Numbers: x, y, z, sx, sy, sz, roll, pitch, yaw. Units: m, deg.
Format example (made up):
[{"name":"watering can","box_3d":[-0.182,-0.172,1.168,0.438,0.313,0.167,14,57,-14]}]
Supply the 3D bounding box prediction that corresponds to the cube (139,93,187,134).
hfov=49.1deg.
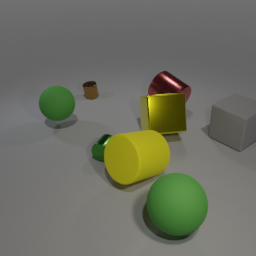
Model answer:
[{"name":"cube","box_3d":[1.273,-0.544,10.493,1.400,1.400,1.400,-5,5,-9]}]

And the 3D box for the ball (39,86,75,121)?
[{"name":"ball","box_3d":[-2.796,-0.973,11.076,1.400,1.400,1.400,0,29,0]}]

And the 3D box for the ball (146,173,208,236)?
[{"name":"ball","box_3d":[1.128,1.743,6.487,1.400,1.400,1.400,0,29,0]}]

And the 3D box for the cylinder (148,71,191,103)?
[{"name":"cylinder","box_3d":[1.852,-1.615,12.522,1.400,1.400,1.400,-25,55,-38]}]

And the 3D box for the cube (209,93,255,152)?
[{"name":"cube","box_3d":[4.004,-0.248,10.259,1.400,1.400,1.400,-26,39,-30]}]

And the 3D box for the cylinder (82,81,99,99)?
[{"name":"cylinder","box_3d":[-1.861,-1.893,13.997,0.700,0.700,0.700,-7,34,5]}]

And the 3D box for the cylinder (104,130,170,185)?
[{"name":"cylinder","box_3d":[0.265,0.808,8.141,1.400,1.400,1.400,26,21,38]}]

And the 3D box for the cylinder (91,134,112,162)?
[{"name":"cylinder","box_3d":[-0.780,0.667,9.474,0.700,0.700,0.700,10,30,17]}]
